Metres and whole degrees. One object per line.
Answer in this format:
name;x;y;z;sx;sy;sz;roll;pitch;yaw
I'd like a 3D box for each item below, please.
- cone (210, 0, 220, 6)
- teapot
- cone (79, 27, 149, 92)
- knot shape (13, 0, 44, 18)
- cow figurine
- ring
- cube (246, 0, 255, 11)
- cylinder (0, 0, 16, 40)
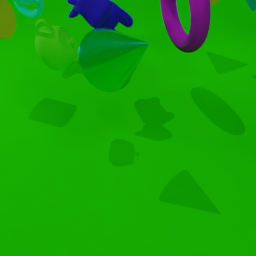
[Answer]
cone;2.052;-4.325;8.341;1.239;1.239;1.244;-21;33;-19
teapot;-1.297;-1.541;5.395;0.672;1.372;0.853;-14;58;19
cone;-0.027;-1.120;4.162;1.054;1.054;1.058;-37;20;-30
knot shape;-2.883;-3.891;7.940;1.349;1.262;0.623;-41;59;21
cow figurine;-0.656;-2.559;6.134;1.569;0.875;1.595;26;20;-37
ring;1.256;-2.750;6.422;0.408;2.039;2.039;-17;49;-9
cube;3.609;-4.020;6.851;1.358;1.358;1.358;-36;98;-11
cylinder;-3.268;-2.493;6.455;0.939;0.939;0.939;2;44;25
